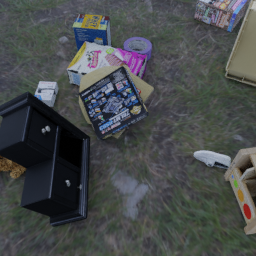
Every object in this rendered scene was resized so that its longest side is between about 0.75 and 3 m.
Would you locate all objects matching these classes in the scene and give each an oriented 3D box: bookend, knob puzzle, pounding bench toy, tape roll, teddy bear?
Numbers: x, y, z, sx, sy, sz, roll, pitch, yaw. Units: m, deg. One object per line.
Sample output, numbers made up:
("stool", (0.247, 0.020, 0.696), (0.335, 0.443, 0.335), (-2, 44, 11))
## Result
("bookend", (-2.326, 0.925, 7.579), (1.233, 2.676, 2.659), (-20, 51, 23))
("knob puzzle", (-0.687, -1.161, 10.181), (2.749, 0.381, 2.749), (-2, 79, 12))
("pounding bench toy", (3.987, 1.498, 7.321), (1.649, 2.654, 2.070), (-6, 54, -5))
("tape roll", (0.411, -3.367, 12.091), (1.200, 0.510, 1.200), (1, 52, -1))
("teddy bear", (-3.499, 0.957, 9.050), (1.929, 0.644, 1.398), (-22, 51, -6))

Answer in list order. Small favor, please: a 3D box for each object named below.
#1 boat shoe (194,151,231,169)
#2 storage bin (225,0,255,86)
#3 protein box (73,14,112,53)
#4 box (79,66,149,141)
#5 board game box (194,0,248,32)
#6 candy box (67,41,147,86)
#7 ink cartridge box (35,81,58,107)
("boat shoe", (2.719, 1.057, 9.059), (1.188, 0.428, 0.407), (15, 54, -1))
("storage bin", (5.486, -2.960, 10.514), (2.812, 2.792, 1.318), (21, 40, 14))
("protein box", (-1.488, -3.946, 11.990), (1.387, 1.397, 0.942), (6, 55, 5))
("box", (-0.516, -0.826, 9.516), (1.897, 0.471, 1.882), (-30, 74, 13))
("board game box", (4.480, -5.767, 13.560), (1.986, 0.962, 1.583), (29, 59, 19))
("candy box", (-0.792, -2.359, 11.202), (2.725, 0.831, 1.858), (15, 56, 11))
("ink cartridge box", (-3.130, -1.312, 10.721), (0.684, 0.398, 0.946), (3, 54, 2))
